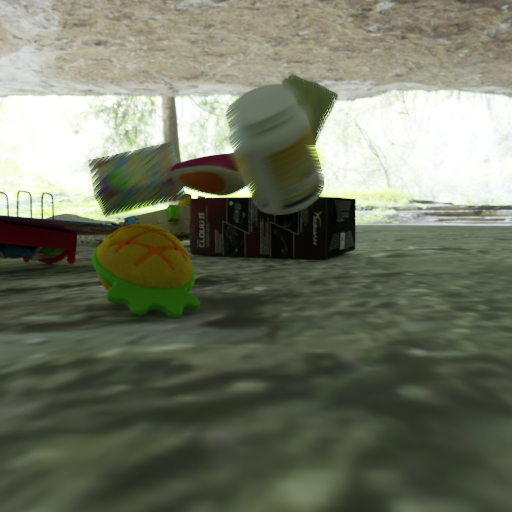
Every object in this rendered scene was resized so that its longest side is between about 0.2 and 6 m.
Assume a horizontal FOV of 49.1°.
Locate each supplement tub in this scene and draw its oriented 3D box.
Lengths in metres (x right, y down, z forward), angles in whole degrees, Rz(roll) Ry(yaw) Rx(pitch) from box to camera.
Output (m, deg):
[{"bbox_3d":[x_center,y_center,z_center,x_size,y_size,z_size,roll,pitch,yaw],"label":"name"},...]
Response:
[{"bbox_3d":[0.298,-1.629,8.698,1.239,1.715,1.239,-13,41,12],"label":"supplement tub"}]

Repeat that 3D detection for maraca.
[{"bbox_3d":[-0.853,0.139,4.360,0.811,0.633,1.183,5,25,-21],"label":"maraca"}]

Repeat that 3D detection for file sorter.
[{"bbox_3d":[-5.096,-0.683,11.142,1.982,1.243,1.378,-1,4,-11],"label":"file sorter"}]

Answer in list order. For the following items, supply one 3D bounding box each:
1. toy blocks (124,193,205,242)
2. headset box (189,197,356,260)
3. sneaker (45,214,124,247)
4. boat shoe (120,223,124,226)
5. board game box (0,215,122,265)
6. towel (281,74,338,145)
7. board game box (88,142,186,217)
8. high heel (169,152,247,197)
[{"bbox_3d":[-2.017,-0.706,13.590,1.684,1.231,2.463,-10,-4,26],"label":"toy blocks"},{"bbox_3d":[0.248,-0.572,10.559,2.859,1.104,2.128,3,6,24],"label":"headset box"},{"bbox_3d":[-3.906,-0.591,12.942,2.178,0.793,0.922,-2,2,-44],"label":"sneaker"},{"bbox_3d":[-3.473,-0.586,14.688,0.576,0.544,1.606,2,5,28],"label":"boat shoe"},{"bbox_3d":[-3.571,-0.124,7.742,3.604,0.702,2.847,4,-3,-24],"label":"board game box"},{"bbox_3d":[0.745,-2.427,9.978,1.040,1.401,0.256,17,28,-15],"label":"towel"},{"bbox_3d":[-2.432,-1.573,11.536,1.737,0.911,0.895,-14,-25,-6],"label":"board game box"},{"bbox_3d":[-0.325,-1.956,11.063,2.730,1.309,0.919,-4,-32,-1],"label":"high heel"}]
